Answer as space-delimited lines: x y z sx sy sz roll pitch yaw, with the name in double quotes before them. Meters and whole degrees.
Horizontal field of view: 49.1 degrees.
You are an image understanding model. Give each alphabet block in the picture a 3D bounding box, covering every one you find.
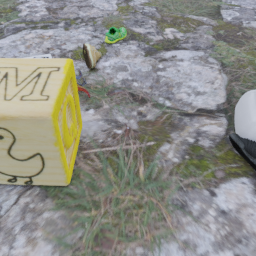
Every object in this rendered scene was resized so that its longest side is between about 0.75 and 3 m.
"alphabet block" -2.924 -0.220 7.803 2.755 2.691 2.705 0 43 2

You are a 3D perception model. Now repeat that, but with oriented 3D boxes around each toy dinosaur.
"toy dinosaur" -2.546 -1.770 11.012 1.655 0.958 1.824 -23 54 2

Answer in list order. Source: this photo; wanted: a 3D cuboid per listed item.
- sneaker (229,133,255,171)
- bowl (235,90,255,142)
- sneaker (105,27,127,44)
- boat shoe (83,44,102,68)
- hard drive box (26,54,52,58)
"sneaker" 3.914 0.675 8.155 0.992 0.571 1.901 -32 53 0
"bowl" 5.043 -0.278 9.100 2.797 1.044 2.793 11 43 10
"sneaker" -0.598 -4.975 14.685 0.615 0.694 1.661 22 45 24
"boat shoe" -1.588 -3.373 12.908 0.777 0.731 2.040 0 40 -18
"hard drive box" -3.997 -2.321 11.637 1.890 0.726 1.473 -14 42 -15
